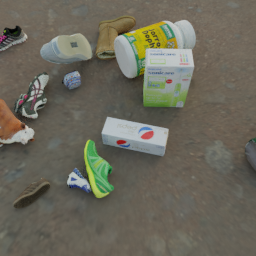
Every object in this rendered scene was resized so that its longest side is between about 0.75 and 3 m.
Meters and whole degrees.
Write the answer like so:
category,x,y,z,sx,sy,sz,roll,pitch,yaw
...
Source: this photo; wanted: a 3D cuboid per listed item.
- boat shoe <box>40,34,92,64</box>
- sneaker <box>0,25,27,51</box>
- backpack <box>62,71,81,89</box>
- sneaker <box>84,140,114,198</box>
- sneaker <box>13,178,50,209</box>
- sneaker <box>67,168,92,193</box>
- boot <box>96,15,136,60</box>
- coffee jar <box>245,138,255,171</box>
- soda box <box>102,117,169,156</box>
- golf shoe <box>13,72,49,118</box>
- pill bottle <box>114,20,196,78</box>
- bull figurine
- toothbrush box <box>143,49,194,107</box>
category,x,y,z,sx,sy,sz,roll,pitch,yaw
boat shoe,-2.368,-3.050,10.925,1.052,1.030,2.953,-14,10,20
sneaker,-5.408,-4.026,12.408,1.754,0.767,0.647,-28,60,-18
backpack,-2.173,-1.896,10.990,0.756,0.720,0.582,-29,77,-18
sneaker,-0.926,1.255,8.905,0.790,0.700,1.890,-14,66,-10
sneaker,-2.984,1.989,8.602,1.209,0.426,0.457,-31,41,-22
sneaker,-1.584,1.744,8.748,0.549,0.384,0.951,-37,56,-18
boot,-0.498,-4.006,12.488,1.844,0.696,2.105,-10,54,9
coffee jar,5.197,0.637,9.051,2.476,1.056,1.291,-17,57,-12
soda box,0.245,0.286,9.517,2.162,0.688,0.736,12,57,7
golf shoe,-3.448,-1.228,10.643,0.917,0.804,2.082,29,57,-9
pill bottle,1.108,-3.267,11.255,2.999,1.691,1.691,-22,59,-13
bull figurine,-4.331,-0.027,9.665,1.482,0.795,2.441,-35,62,-21
toothbrush box,1.360,-1.730,10.019,1.549,2.128,0.916,1,55,0
